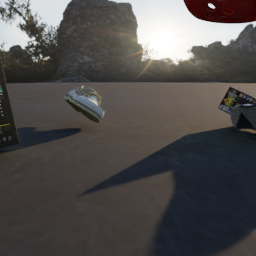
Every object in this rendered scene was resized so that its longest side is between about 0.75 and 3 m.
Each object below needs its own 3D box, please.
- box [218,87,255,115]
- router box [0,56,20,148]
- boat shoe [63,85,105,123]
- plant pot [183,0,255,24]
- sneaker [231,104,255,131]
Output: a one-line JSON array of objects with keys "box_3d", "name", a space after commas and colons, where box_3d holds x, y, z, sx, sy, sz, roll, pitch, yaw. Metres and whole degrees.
[{"box_3d": [3.376, -0.725, 8.575, 0.955, 0.770, 0.234, 32, 19, 19], "name": "box"}, {"box_3d": [-3.256, -0.464, 4.284, 0.876, 2.113, 2.819, -6, 6, 31], "name": "router box"}, {"box_3d": [-1.263, -0.845, 8.521, 0.795, 0.868, 2.324, -47, 36, -8], "name": "boat shoe"}, {"box_3d": [2.729, -3.515, 5.982, 2.505, 2.505, 2.281, -10, 27, -42], "name": "plant pot"}, {"box_3d": [3.887, -0.272, 6.861, 1.716, 0.903, 2.375, -4, 11, -7], "name": "sneaker"}]
